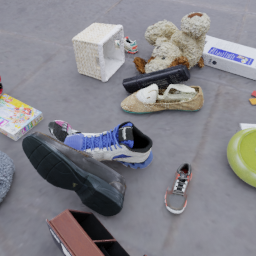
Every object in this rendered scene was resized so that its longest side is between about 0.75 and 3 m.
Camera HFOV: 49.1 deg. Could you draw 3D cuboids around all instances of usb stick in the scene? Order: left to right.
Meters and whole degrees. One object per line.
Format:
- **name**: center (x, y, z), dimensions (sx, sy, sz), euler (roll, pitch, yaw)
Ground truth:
- **usb stick**: center (0.884, -1.621, 9.414), dimensions (2.394, 0.664, 0.390), euler (-7, 52, 34)

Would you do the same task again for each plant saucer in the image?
- **plant saucer**: center (3.656, 0.710, 7.524), dimensions (1.878, 0.292, 1.878), euler (-2, 57, 3)

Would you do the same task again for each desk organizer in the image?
- **desk organizer**: center (-0.361, 2.759, 5.642), dimensions (1.097, 1.022, 2.850), euler (-32, 54, -30)

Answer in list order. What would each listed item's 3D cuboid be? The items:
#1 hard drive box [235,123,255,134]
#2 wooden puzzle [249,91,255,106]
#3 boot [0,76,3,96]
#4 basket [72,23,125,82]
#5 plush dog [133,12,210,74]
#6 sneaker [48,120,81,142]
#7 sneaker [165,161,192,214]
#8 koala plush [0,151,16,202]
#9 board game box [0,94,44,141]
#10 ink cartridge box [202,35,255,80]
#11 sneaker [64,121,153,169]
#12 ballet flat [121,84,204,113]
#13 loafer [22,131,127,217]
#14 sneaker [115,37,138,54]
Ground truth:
- **hard drive box**: center (3.843, 0.592, 8.011), dimensions (1.156, 0.570, 1.483), euler (4, 46, 3)
- **wooden puzzle**: center (5.348, -0.646, 9.483), dimensions (2.397, 0.168, 1.421), euler (14, 48, 13)
- **boot**: center (-5.268, -1.575, 9.653), dimensions (1.826, 0.888, 2.426), euler (-10, 49, 8)
- **basket**: center (-1.054, -2.966, 10.716), dimensions (1.330, 1.639, 1.654), euler (20, 49, 21)
- **plush dog**: center (1.643, -2.593, 10.429), dimensions (2.520, 2.354, 2.933), euler (-46, 31, -19)
- **sneaker**: center (-1.901, 0.129, 8.069), dimensions (0.592, 1.371, 0.551), euler (19, 76, 27)
- **sneaker**: center (1.308, 1.447, 7.170), dimensions (0.566, 0.601, 1.468), euler (13, 47, 12)
- **koala plush**: center (-4.103, 0.767, 6.320), dimensions (2.533, 2.756, 2.444), euler (-33, 55, -28)
- **board game box**: center (-3.849, -0.393, 9.140), dimensions (1.790, 0.306, 1.204), euler (24, 51, 22)
- **ink cartridge box**: center (4.216, -2.879, 11.363), dimensions (2.967, 0.582, 1.476), euler (25, 51, 21)
- **sneaker**: center (-0.440, 0.351, 7.368), dimensions (2.484, 1.435, 1.004), euler (5, 59, -6)
- **ballet flat**: center (1.157, -1.074, 9.377), dimensions (2.817, 0.920, 0.993), euler (-4, 46, -4)
- **loafer**: center (-1.207, 0.957, 6.677), dimensions (2.762, 1.005, 0.998), euler (41, 37, -13)
- **sneaker**: center (-0.172, -3.705, 12.108), dimensions (1.345, 0.629, 0.474), euler (25, 51, 21)
